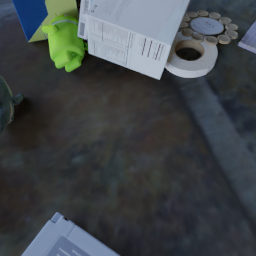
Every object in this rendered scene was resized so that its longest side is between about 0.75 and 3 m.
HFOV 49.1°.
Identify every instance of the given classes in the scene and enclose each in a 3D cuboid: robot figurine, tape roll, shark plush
[{"bbox_3d":[-1.950,-2.737,8.834,1.052,1.596,1.819,-22,68,36],"label":"robot figurine"},{"bbox_3d":[1.987,-2.430,9.156,1.843,0.337,1.843,-1,60,1],"label":"tape roll"},{"bbox_3d":[-3.618,-0.508,7.694,0.908,0.832,1.998,3,58,2],"label":"shark plush"}]

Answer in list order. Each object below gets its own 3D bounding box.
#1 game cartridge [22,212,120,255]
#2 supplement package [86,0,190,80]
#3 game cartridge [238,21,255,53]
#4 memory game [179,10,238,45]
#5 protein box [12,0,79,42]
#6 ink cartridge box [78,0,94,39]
[{"bbox_3d":[-0.923,3.201,5.577,2.778,0.562,1.852,29,59,17],"label":"game cartridge"},{"bbox_3d":[0.330,-3.101,8.208,2.348,1.727,2.245,22,68,3],"label":"supplement package"},{"bbox_3d":[4.551,-3.109,9.687,0.935,0.277,1.442,35,64,15],"label":"game cartridge"},{"bbox_3d":[2.704,-3.445,9.576,2.137,0.136,2.137,2,50,-2],"label":"memory game"},{"bbox_3d":[-2.890,-5.040,9.343,1.928,2.837,2.858,-12,59,-7],"label":"protein box"},{"bbox_3d":[-0.977,-3.505,8.730,0.359,1.215,1.518,22,32,16],"label":"ink cartridge box"}]
